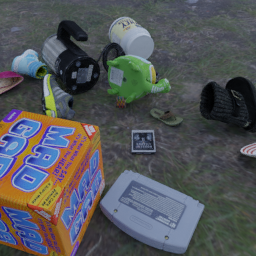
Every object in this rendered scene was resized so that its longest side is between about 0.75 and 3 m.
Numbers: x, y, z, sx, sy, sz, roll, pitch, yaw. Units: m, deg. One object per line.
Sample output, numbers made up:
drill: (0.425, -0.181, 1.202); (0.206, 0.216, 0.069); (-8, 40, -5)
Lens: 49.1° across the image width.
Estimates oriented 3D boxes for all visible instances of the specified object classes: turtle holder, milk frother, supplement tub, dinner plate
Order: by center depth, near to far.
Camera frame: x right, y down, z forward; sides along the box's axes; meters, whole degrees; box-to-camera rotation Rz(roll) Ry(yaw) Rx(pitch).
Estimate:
dinner plate: (4.886, 0.627, 8.802); (2.513, 0.305, 2.513); (-14, 2, 0)
turtle holder: (0.403, -2.055, 11.046); (2.342, 1.780, 1.663); (-5, 15, 41)
milk frother: (-2.000, -3.236, 12.893); (2.909, 2.625, 2.736); (9, 29, -45)
supplement tub: (0.165, -4.523, 14.381); (1.674, 1.674, 2.309); (-18, 45, -19)

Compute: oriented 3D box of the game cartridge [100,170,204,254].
game cartridge: (0.609, 2.282, 7.797); (2.579, 0.536, 1.717); (22, 51, 22)

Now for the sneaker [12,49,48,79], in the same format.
sneaker: (-4.401, -2.987, 13.412); (1.499, 0.913, 2.296); (18, 31, -5)

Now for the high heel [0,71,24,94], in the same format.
high heel: (-5.746, -1.584, 11.683); (1.413, 0.992, 2.947); (4, 28, 20)

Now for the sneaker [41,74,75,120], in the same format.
sneaker: (-2.854, -1.171, 11.355); (1.191, 1.087, 2.942); (3, 41, -21)

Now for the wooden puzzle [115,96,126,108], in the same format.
wooden puzzle: (-0.287, -1.031, 11.174); (0.053, 0.449, 0.758); (-17, 13, -39)

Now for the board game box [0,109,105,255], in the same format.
board game box: (-2.257, 1.438, 7.172); (2.515, 2.517, 2.515); (12, 43, 12)

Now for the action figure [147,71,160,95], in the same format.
action figure: (0.897, -2.247, 12.685); (1.188, 0.634, 1.827); (-10, 40, -3)

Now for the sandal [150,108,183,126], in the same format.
sandal: (1.465, -0.472, 10.873); (1.378, 0.393, 0.547); (24, 47, 24)

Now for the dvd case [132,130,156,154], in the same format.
dvd case: (0.542, 0.488, 10.010); (0.835, 0.137, 1.111); (0, 42, 1)

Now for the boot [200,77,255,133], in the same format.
boot: (3.731, -1.224, 10.610); (2.235, 1.125, 2.989); (16, 39, -14)
